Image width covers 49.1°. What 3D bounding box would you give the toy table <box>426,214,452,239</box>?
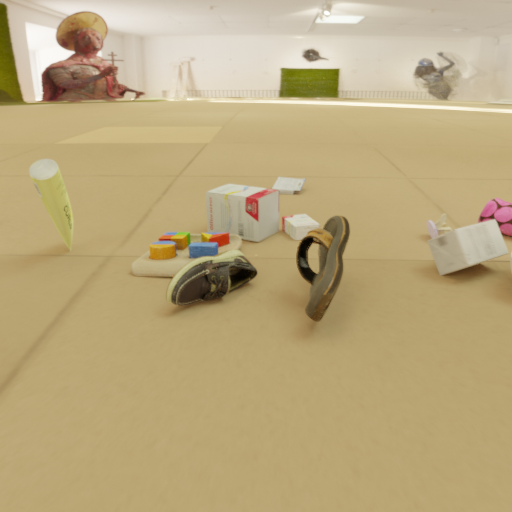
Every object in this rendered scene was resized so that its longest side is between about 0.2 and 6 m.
[{"bbox_3d":[4.120,-0.622,12.602,0.388,0.610,0.663,-14,30,7],"label":"toy table"}]

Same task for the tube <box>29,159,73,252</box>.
[{"bbox_3d":[-3.971,-1.029,11.276,0.550,2.120,0.615,29,58,18],"label":"tube"}]

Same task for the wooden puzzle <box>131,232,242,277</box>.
[{"bbox_3d":[-1.352,-0.147,11.300,1.823,0.456,1.968,1,21,10],"label":"wooden puzzle"}]

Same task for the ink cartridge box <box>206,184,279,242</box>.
[{"bbox_3d":[-0.312,-1.022,12.929,1.413,1.027,1.022,11,23,28],"label":"ink cartridge box"}]

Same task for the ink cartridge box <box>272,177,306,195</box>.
[{"bbox_3d":[0.995,-2.098,16.844,0.878,0.178,0.877,6,33,16],"label":"ink cartridge box"}]

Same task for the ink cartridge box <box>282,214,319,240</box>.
[{"bbox_3d":[1.019,-0.666,12.956,0.612,0.352,0.843,-6,21,-17],"label":"ink cartridge box"}]

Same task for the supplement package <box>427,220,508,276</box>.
[{"bbox_3d":[4.053,-0.169,10.727,1.218,0.729,0.738,-13,-10,-32],"label":"supplement package"}]

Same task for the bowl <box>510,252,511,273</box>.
[{"bbox_3d":[5.598,0.307,9.780,2.037,0.761,2.040,15,24,35],"label":"bowl"}]

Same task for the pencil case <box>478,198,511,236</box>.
[{"bbox_3d":[5.998,-0.825,12.699,0.803,0.829,1.769,-4,18,-43],"label":"pencil case"}]

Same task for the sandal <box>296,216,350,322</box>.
[{"bbox_3d":[1.009,0.079,9.311,0.752,1.125,2.754,20,34,3],"label":"sandal"}]

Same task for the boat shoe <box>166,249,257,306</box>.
[{"bbox_3d":[-0.695,0.390,9.580,0.636,0.718,1.961,29,35,27],"label":"boat shoe"}]
